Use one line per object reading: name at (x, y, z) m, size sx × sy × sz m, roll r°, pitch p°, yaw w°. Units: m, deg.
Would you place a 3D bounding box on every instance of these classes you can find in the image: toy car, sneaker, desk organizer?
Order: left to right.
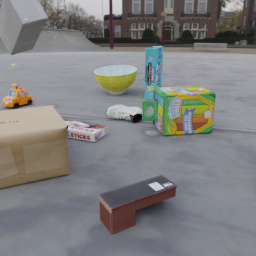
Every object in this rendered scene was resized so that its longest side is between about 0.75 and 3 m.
toy car at (-5.942, -1.790, 14.292) m, size 1.447 × 0.981 × 2.949 m, roll -14°, pitch 25°, yaw -36°
sneaker at (-0.102, -0.576, 11.391) m, size 1.583 × 0.597 × 0.911 m, roll -1°, pitch 17°, yaw -9°
desk organizer at (0.211, 1.475, 5.551) m, size 1.529 × 0.589 × 0.548 m, roll -11°, pitch 22°, yaw -29°

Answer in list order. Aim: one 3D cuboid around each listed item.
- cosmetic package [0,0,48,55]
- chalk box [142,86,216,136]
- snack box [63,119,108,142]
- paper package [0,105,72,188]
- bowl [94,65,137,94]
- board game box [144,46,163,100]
cosmetic package at (-3.427, -3.327, 8.911) m, size 0.950 × 1.125 × 2.106 m, roll -31°, pitch 6°, yaw -37°
chalk box at (1.739, -0.662, 10.313) m, size 2.413 × 1.506 × 1.496 m, roll -5°, pitch 19°, yaw -9°
snack box at (-2.168, 0.009, 10.108) m, size 2.765 × 0.336 × 0.994 m, roll 8°, pitch 21°, yaw 22°
paper package at (-3.067, 0.394, 7.475) m, size 2.633 × 1.362 × 2.509 m, roll -9°, pitch 21°, yaw -22°
bowl at (-0.669, -2.730, 16.265) m, size 2.466 × 1.327 × 2.466 m, roll -3°, pitch 26°, yaw 2°
board game box at (1.429, -3.083, 15.442) m, size 0.621 × 2.646 × 1.997 m, roll 6°, pitch 20°, yaw 16°
